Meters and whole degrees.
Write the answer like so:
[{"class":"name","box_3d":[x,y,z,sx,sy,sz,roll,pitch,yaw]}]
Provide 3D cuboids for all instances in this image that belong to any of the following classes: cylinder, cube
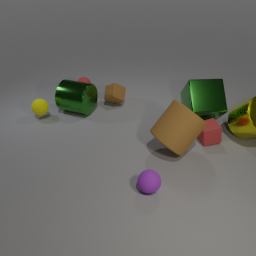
[{"class":"cylinder","box_3d":[4.649,-0.370,10.310,1.400,1.400,1.400,-7,-9,-11]},{"class":"cube","box_3d":[3.054,-1.091,11.474,1.400,1.400,1.400,-2,76,-4]},{"class":"cube","box_3d":[-0.612,-1.616,13.105,0.700,0.700,0.700,20,-19,-42]},{"class":"cube","box_3d":[3.041,0.160,10.527,0.700,0.700,0.700,-14,33,-4]},{"class":"cylinder","box_3d":[1.710,-0.017,9.553,1.400,1.400,1.400,36,9,-7]},{"class":"cylinder","box_3d":[-2.273,-1.375,12.454,1.400,1.400,1.400,12,33,19]}]

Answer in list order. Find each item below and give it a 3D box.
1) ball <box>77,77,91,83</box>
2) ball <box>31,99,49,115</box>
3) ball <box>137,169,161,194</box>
[{"class":"ball","box_3d":[-2.148,-2.134,13.613,0.700,0.700,0.700,0,31,0]},{"class":"ball","box_3d":[-3.764,-0.895,11.985,0.700,0.700,0.700,0,31,0]},{"class":"ball","box_3d":[0.628,1.570,8.244,0.700,0.700,0.700,0,31,0]}]
